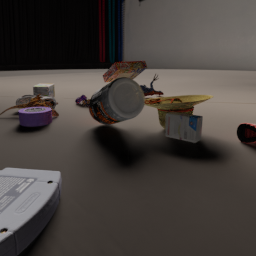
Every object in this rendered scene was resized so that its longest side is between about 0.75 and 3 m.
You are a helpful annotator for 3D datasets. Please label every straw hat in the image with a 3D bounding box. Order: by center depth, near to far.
[{"bbox_3d":[1.886,-0.555,11.168,2.965,1.255,2.965,-5,10,1],"label":"straw hat"}]

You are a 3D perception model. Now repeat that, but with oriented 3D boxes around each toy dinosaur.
[{"bbox_3d":[-4.710,-1.089,13.739,2.869,0.867,1.524,4,22,10],"label":"toy dinosaur"},{"bbox_3d":[1.230,-2.378,19.078,2.451,2.700,1.418,24,-20,-13],"label":"toy dinosaur"}]

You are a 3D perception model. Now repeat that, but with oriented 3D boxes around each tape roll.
[{"bbox_3d":[-4.046,-0.516,12.271,1.380,0.586,1.380,0,15,0],"label":"tape roll"}]

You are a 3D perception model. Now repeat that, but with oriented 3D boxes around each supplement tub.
[{"bbox_3d":[-0.571,-0.954,11.021,1.556,1.556,2.539,-8,-3,-26],"label":"supplement tub"}]

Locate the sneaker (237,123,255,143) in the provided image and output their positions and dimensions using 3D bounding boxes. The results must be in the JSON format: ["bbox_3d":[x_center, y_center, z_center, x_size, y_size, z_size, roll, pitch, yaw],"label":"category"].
[{"bbox_3d":[4.730,0.221,9.100,0.992,0.843,2.286,-7,16,-27],"label":"sneaker"}]

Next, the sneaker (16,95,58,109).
[{"bbox_3d":[-4.758,-1.330,14.807,2.115,0.795,1.215,-4,13,-29],"label":"sneaker"}]

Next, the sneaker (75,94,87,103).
[{"bbox_3d":[-2.834,-1.694,16.718,0.971,0.390,0.429,-14,25,47],"label":"sneaker"}]

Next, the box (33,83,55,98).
[{"bbox_3d":[-5.489,-2.377,18.405,1.013,0.913,1.801,1,15,-2],"label":"box"}]

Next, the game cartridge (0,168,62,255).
[{"bbox_3d":[-2.365,1.502,5.097,1.858,0.564,2.787,-1,15,10],"label":"game cartridge"}]

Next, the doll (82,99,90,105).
[{"bbox_3d":[-2.338,-1.566,16.619,0.855,0.304,1.253,-9,9,3],"label":"doll"}]

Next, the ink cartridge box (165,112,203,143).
[{"bbox_3d":[1.981,-0.058,10.017,1.222,0.883,0.517,12,19,37],"label":"ink cartridge box"}]

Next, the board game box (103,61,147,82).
[{"bbox_3d":[-0.141,-2.583,12.846,1.676,0.388,1.269,-13,-11,-36],"label":"board game box"}]
